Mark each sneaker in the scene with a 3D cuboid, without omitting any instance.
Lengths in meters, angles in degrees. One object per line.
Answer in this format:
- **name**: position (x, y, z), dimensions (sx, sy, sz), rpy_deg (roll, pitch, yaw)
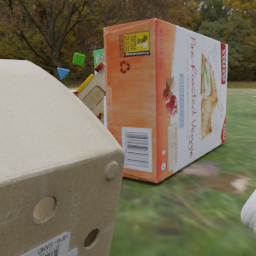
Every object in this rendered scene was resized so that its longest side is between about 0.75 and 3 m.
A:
- **sneaker**: position (1.676, 0.716, 2.000), dimensions (1.857, 0.699, 0.822), rpy_deg (-1, 30, -32)

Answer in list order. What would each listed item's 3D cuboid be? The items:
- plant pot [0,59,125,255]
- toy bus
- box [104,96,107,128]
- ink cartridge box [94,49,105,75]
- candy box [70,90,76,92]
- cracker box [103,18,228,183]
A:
- **plant pot**: position (-0.832, 0.406, 1.548), dimensions (1.258, 1.421, 1.420), rpy_deg (21, 20, 36)
- **toy bus**: position (-0.821, -0.993, 7.632), dimensions (2.063, 1.946, 1.066), rpy_deg (-2, 10, -11)
- **box**: position (0.444, -0.339, 6.884), dimensions (1.305, 0.912, 1.714), rpy_deg (8, 13, 39)
- **ink cartridge box**: position (-0.105, -2.166, 10.100), dimensions (2.082, 1.526, 0.865), rpy_deg (-8, -10, 21)
- **candy box**: position (-3.473, -1.336, 13.016), dimensions (2.642, 0.806, 1.802), rpy_deg (-6, 11, -30)
- **cracker box**: position (0.841, -0.493, 4.619), dimensions (0.844, 1.961, 2.927), rpy_deg (4, 11, 34)
